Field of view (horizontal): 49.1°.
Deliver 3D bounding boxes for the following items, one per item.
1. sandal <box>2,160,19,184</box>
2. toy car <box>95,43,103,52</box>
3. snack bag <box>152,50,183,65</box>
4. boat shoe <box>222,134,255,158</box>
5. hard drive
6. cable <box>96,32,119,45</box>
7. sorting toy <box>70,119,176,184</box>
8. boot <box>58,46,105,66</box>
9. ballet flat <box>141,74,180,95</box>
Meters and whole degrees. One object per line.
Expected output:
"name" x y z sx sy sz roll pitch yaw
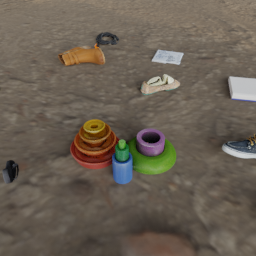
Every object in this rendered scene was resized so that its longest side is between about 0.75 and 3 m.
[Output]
"sandal" -2.717 1.044 6.616 0.258 0.458 1.206 -15 11 -15
"toy car" -1.416 -3.509 12.970 0.387 0.571 1.163 -31 30 12
"snack bag" 1.861 -3.272 12.950 1.303 0.139 1.228 11 40 14
"boat shoe" 3.376 0.392 7.494 1.633 0.741 0.578 7 22 -6
"hard drive" 4.927 -1.409 10.438 2.149 0.273 1.418 7 38 9
"cable" -1.126 -4.628 14.590 1.124 0.350 1.377 -19 44 -15
"sorting toy" -0.117 0.410 7.355 2.903 1.191 1.744 0 38 0
"boot" -2.030 -3.075 12.178 1.548 0.765 1.994 -24 43 -28
"ballet flat" 1.277 -1.695 10.570 1.697 0.571 0.578 -18 41 -22
